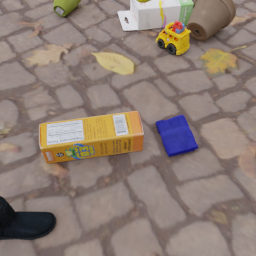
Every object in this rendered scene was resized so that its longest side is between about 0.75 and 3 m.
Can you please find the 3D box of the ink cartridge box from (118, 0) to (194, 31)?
[{"bbox_3d":[1.089,-5.135,11.982,2.932,0.987,1.717,-9,52,-7],"label":"ink cartridge box"}]

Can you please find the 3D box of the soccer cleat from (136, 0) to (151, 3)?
[{"bbox_3d":[0.958,-3.351,5.992,0.832,1.076,2.572,-7,44,47],"label":"soccer cleat"}]

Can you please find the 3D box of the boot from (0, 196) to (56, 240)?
[{"bbox_3d":[-2.499,1.958,6.105,1.618,1.359,0.618,-6,52,-5],"label":"boot"}]

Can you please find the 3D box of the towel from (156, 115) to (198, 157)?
[{"bbox_3d":[1.412,0.228,8.189,0.923,0.310,1.250,-15,53,-3],"label":"towel"}]

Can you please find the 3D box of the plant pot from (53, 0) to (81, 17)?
[{"bbox_3d":[-2.777,-5.588,12.373,1.188,1.188,1.270,12,65,10],"label":"plant pot"}]

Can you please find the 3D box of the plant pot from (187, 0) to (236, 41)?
[{"bbox_3d":[3.110,-4.333,11.094,1.725,1.725,1.505,33,75,23],"label":"plant pot"}]

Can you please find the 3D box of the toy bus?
[{"bbox_3d":[1.726,-3.563,10.621,0.843,1.193,1.243,-38,59,-25],"label":"toy bus"}]

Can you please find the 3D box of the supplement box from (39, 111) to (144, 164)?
[{"bbox_3d":[-0.981,0.263,7.750,2.734,0.910,0.941,-6,54,-5],"label":"supplement box"}]
